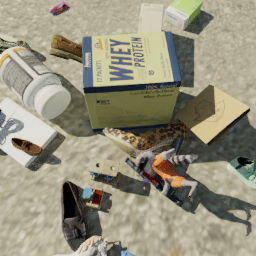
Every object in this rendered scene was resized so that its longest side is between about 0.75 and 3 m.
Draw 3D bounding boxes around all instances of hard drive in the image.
[{"bbox_3d":[-4.047,0.107,10.170,2.482,0.315,1.638,32,68,15],"label":"hard drive"}]

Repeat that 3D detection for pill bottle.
[{"bbox_3d":[-3.474,-1.651,10.335,1.588,1.588,2.729,-41,70,-18],"label":"pill bottle"}]

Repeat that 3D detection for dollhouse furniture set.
[{"bbox_3d":[-0.847,1.807,8.960,0.965,0.970,1.377,10,63,5],"label":"dollhouse furniture set"}]

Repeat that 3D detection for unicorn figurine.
[{"bbox_3d":[-1.481,3.953,7.901,2.431,0.898,1.669,-4,53,4],"label":"unicorn figurine"}]

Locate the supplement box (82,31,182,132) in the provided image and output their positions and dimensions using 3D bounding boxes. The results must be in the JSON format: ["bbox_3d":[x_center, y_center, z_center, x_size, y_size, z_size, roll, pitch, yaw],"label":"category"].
[{"bbox_3d":[0.043,-1.429,9.490,2.892,2.889,1.941,-5,64,-2],"label":"supplement box"}]

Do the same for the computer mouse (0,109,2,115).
[{"bbox_3d":[-5.514,-0.536,10.204,1.505,0.573,2.173,-41,54,-17],"label":"computer mouse"}]

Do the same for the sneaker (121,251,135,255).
[{"bbox_3d":[-0.342,4.425,7.897,0.728,0.612,1.857,22,64,18],"label":"sneaker"}]

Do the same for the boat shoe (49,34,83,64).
[{"bbox_3d":[-1.706,-2.819,10.406,2.299,0.827,0.782,10,94,-33],"label":"boat shoe"}]

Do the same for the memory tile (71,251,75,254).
[{"bbox_3d":[-1.560,4.237,8.246,0.778,0.085,1.015,28,66,13],"label":"memory tile"}]

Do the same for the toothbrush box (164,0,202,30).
[{"bbox_3d":[2.501,-5.311,12.694,1.069,0.632,1.468,34,67,15],"label":"toothbrush box"}]

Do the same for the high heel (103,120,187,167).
[{"bbox_3d":[0.662,0.102,9.799,2.730,0.975,1.946,26,67,0],"label":"high heel"}]

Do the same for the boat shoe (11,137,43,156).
[{"bbox_3d":[-3.459,0.620,9.509,1.162,0.393,0.418,19,65,9],"label":"boat shoe"}]

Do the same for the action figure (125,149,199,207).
[{"bbox_3d":[1.244,1.369,8.507,2.436,2.356,1.274,42,74,-17],"label":"action figure"}]

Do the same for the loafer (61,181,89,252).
[{"bbox_3d":[-1.755,2.690,8.663,0.791,0.693,2.201,-14,64,-6],"label":"loafer"}]

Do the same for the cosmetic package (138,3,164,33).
[{"bbox_3d":[0.878,-3.620,11.449,0.947,1.402,2.666,5,62,4],"label":"cosmetic package"}]

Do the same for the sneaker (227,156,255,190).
[{"bbox_3d":[4.075,1.492,9.166,1.503,0.886,0.553,30,66,13],"label":"sneaker"}]

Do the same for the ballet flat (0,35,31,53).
[{"bbox_3d":[-5.278,-3.530,11.654,2.408,0.907,0.817,7,66,4],"label":"ballet flat"}]

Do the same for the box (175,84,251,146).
[{"bbox_3d":[2.606,-0.487,8.934,1.621,0.211,1.983,-42,34,5],"label":"box"}]

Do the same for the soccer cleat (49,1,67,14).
[{"bbox_3d":[-3.249,-5.588,13.038,0.349,0.305,0.914,40,68,11],"label":"soccer cleat"}]
